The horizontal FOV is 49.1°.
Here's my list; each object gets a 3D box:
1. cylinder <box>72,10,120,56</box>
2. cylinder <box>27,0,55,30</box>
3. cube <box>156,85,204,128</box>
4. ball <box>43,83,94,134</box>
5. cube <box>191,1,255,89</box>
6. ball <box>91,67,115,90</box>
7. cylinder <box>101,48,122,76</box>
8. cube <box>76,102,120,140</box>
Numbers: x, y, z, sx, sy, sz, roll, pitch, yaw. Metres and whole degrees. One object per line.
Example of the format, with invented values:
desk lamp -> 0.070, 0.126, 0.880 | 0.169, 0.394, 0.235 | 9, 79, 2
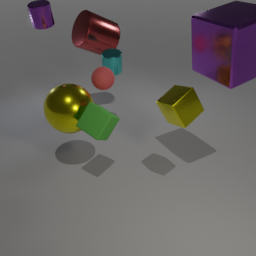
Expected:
cylinder -> -1.253, -3.639, 10.880 | 1.400, 1.400, 1.400 | 8, 19, -39
cylinder -> -2.775, -3.631, 8.970 | 0.700, 0.700, 0.700 | -2, 43, 2
cube -> 1.243, -0.527, 6.705 | 0.700, 0.700, 0.700 | -42, 28, -13
ball -> -1.637, -0.543, 7.835 | 1.400, 1.400, 1.400 | 0, 28, 0
cube -> 2.465, -1.984, 6.538 | 1.400, 1.400, 1.400 | -24, 39, -17
ball -> -0.753, -1.490, 8.435 | 0.700, 0.700, 0.700 | 0, 28, 0
cylinder -> -0.548, -2.280, 9.696 | 0.700, 0.700, 0.700 | 0, 44, 0
cube -> -0.756, -0.155, 7.164 | 0.700, 0.700, 0.700 | 33, 6, 15
